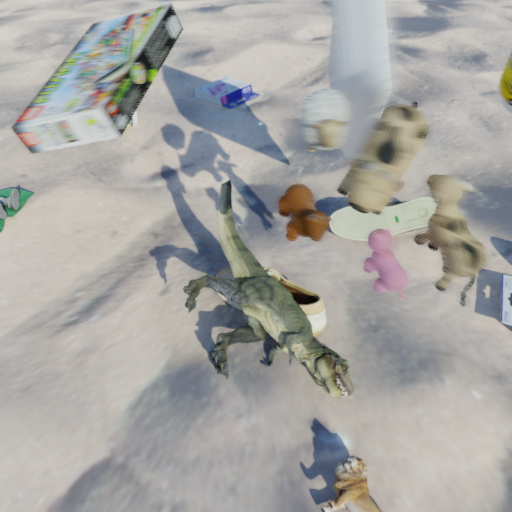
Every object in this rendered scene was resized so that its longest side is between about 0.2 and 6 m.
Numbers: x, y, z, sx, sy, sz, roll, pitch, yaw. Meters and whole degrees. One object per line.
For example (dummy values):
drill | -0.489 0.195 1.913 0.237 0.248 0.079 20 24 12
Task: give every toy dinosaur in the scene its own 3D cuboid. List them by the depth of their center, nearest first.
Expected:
toy dinosaur | -0.111 0.626 7.105 1.407 0.758 3.192 -28 77 -22

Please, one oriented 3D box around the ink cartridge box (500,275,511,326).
ink cartridge box | 3.991 0.777 7.824 1.144 0.232 1.142 13 40 16

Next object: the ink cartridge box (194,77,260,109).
ink cartridge box | -0.717 -4.154 14.186 1.225 0.265 1.203 25 44 31

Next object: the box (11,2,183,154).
box | -2.381 -2.854 8.808 1.657 0.523 3.010 -4 48 23

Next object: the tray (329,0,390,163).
tray | 1.224 -2.413 7.226 0.401 1.943 3.619 -6 -5 5

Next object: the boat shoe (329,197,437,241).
boat shoe | 2.128 -0.600 9.456 1.810 0.650 0.612 -8 1 1

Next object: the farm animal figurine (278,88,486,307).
farm animal figurine | 1.238 -0.658 5.179 1.905 0.993 1.884 14 67 -3

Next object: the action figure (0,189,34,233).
action figure | -5.344 -1.027 9.867 2.322 0.635 1.372 9 35 12

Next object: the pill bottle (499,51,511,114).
pill bottle | 2.584 -1.680 5.231 0.526 0.935 0.526 -2 80 14

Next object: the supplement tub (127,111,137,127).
supplement tub | -3.248 -3.232 12.582 1.031 0.747 0.747 -13 40 -16

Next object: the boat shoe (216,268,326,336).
boat shoe | 0.187 0.482 7.883 1.808 0.625 0.666 20 42 24

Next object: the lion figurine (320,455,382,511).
lion figurine | 1.077 2.525 5.536 0.637 0.377 1.039 -17 54 -33
